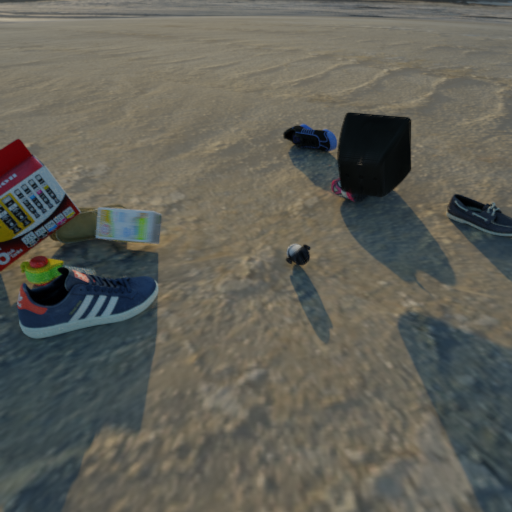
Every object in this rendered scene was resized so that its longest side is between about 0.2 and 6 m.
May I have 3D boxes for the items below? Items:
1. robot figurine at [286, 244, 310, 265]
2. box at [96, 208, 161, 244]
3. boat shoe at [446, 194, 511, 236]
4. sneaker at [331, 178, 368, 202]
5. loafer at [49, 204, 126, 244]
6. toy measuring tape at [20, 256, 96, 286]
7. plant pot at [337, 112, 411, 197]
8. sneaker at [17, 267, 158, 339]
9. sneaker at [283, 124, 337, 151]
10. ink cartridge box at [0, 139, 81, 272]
[{"bbox_3d":[0.856,-0.031,11.381,0.449,0.373,0.598,-1,17,-21],"label":"robot figurine"},{"bbox_3d":[-2.715,-0.635,11.949,1.219,0.686,0.618,5,-2,9],"label":"box"},{"bbox_3d":[5.281,-0.955,12.901,1.815,0.569,0.659,24,38,35],"label":"boat shoe"},{"bbox_3d":[2.827,-2.082,14.592,0.791,0.854,2.119,21,35,40],"label":"sneaker"},{"bbox_3d":[-3.610,-0.725,12.362,1.877,0.714,0.633,-21,30,-32],"label":"loafer"},{"bbox_3d":[-3.871,0.343,10.702,1.583,0.582,0.582,9,31,16],"label":"toy measuring tape"},{"bbox_3d":[2.601,-2.190,12.733,1.518,1.514,1.347,11,51,25],"label":"plant pot"},{"bbox_3d":[-2.881,0.610,9.733,2.435,1.029,0.913,-17,34,-27],"label":"sneaker"},{"bbox_3d":[1.659,-3.629,17.516,0.781,0.703,2.004,-23,32,-25],"label":"sneaker"},{"bbox_3d":[-4.922,-1.020,11.175,2.009,1.764,0.842,-41,43,-14],"label":"ink cartridge box"}]
